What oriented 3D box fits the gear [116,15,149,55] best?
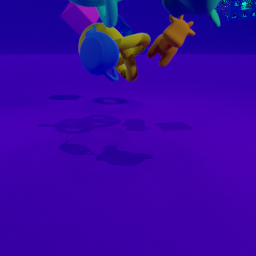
[{"bbox_3d":[0.105,-3.627,10.960,0.326,1.761,1.761,-42,10,13],"label":"gear"}]

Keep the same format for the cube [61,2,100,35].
[{"bbox_3d":[-1.833,-4.628,11.256,1.056,1.056,1.056,-12,48,44],"label":"cube"}]

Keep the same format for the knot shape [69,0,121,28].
[{"bbox_3d":[-0.560,-3.139,6.329,1.664,0.822,1.779,8,-24,42],"label":"knot shape"}]

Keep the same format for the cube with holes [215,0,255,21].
[{"bbox_3d":[2.574,-2.995,6.500,0.750,0.750,0.750,-7,36,-9],"label":"cube with holes"}]

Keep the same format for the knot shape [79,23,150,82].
[{"bbox_3d":[-0.284,-2.063,8.047,1.995,0.922,1.867,3,-26,19],"label":"knot shape"}]

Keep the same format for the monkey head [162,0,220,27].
[{"bbox_3d":[0.985,-2.287,4.219,0.951,1.578,1.135,-5,46,19],"label":"monkey head"}]

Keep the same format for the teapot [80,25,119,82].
[{"bbox_3d":[-0.523,-1.454,5.375,0.801,1.288,0.631,-31,-10,38],"label":"teapot"}]

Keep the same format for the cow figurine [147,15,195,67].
[{"bbox_3d":[1.110,-2.292,7.265,0.773,1.385,1.408,36,29,-6],"label":"cow figurine"}]
